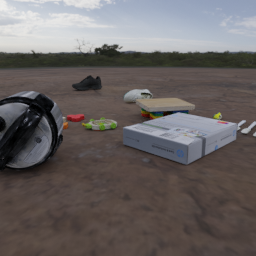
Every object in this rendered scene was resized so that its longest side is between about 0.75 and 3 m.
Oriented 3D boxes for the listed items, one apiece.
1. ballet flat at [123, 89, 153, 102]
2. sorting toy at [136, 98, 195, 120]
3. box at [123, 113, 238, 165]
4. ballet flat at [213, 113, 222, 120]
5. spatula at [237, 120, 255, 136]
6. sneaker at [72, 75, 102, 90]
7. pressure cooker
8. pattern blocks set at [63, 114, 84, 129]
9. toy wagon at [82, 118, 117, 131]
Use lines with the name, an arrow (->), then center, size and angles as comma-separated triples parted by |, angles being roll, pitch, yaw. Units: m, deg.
ballet flat -> 0.658, -1.756, 15.590 | 0.736, 0.736, 2.121 | 13, 19, 38
sorting toy -> 1.500, -0.763, 11.828 | 1.952, 0.679, 1.940 | -4, 16, -13
box -> 1.655, 0.173, 8.639 | 2.281, 0.602, 2.925 | 15, 22, 41
ballet flat -> 3.735, -0.456, 11.595 | 0.266, 0.265, 0.795 | 33, 24, 22
spatula -> 4.499, -0.004, 10.197 | 1.334, 0.154, 1.919 | 5, 15, 37
sneaker -> -2.962, -3.268, 20.176 | 2.272, 1.031, 0.863 | -11, 21, -32
pressure cooker -> -2.559, 0.064, 6.841 | 1.818, 1.790, 2.035 | -5, 13, -6
pattern blocks set -> -3.348, -0.264, 10.879 | 2.563, 0.236, 2.916 | 6, 17, 21
toy wagon -> -1.074, -0.121, 10.342 | 1.292, 0.256, 1.002 | -9, 18, -28
